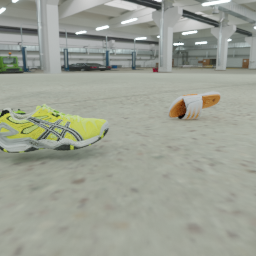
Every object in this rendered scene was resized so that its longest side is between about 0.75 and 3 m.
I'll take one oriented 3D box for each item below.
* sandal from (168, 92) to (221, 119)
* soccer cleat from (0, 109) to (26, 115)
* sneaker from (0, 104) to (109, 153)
[{"bbox_3d":[2.025,-0.624,8.033,1.823,0.698,0.522,-16,46,-18],"label":"sandal"},{"bbox_3d":[-2.642,0.029,5.373,0.555,0.666,1.644,2,16,28],"label":"soccer cleat"},{"bbox_3d":[-1.226,-0.033,4.685,1.846,0.705,0.696,-6,16,-14],"label":"sneaker"}]
